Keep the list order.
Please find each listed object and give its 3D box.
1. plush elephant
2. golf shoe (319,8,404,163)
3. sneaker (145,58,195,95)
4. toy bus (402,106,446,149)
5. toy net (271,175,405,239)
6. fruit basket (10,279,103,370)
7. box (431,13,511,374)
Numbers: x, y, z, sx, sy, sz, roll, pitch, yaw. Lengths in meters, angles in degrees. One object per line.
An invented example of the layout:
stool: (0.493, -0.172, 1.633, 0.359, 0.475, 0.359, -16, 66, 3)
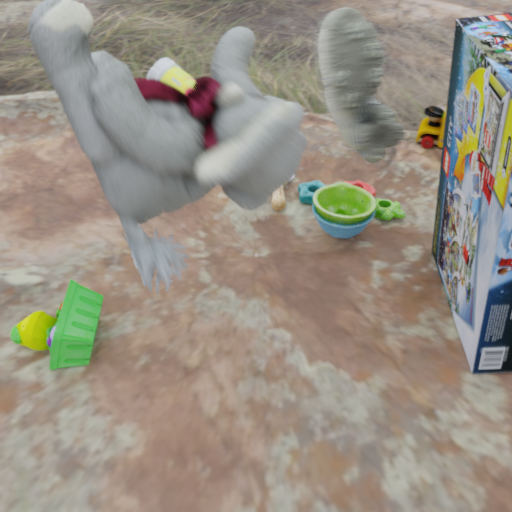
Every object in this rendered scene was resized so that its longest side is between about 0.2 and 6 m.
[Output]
plush elephant: (-0.626, -1.430, 6.254, 2.421, 3.127, 2.576, -21, 0, -3)
golf shoe: (1.338, -2.590, 8.611, 1.006, 2.571, 1.250, -38, 44, -9)
sneaker: (-0.897, -2.048, 8.241, 0.834, 1.848, 0.722, 37, 88, 27)
toy bus: (4.320, -2.927, 12.264, 1.957, 1.011, 1.847, -17, 42, -20)
toy net: (0.979, -1.503, 10.768, 1.948, 0.717, 3.713, -29, 47, -30)
fruit basket: (-2.792, 0.965, 7.768, 1.222, 0.881, 1.222, 14, 37, -11)
box: (3.072, -0.747, 7.318, 0.735, 3.902, 2.665, -3, 39, 6)
